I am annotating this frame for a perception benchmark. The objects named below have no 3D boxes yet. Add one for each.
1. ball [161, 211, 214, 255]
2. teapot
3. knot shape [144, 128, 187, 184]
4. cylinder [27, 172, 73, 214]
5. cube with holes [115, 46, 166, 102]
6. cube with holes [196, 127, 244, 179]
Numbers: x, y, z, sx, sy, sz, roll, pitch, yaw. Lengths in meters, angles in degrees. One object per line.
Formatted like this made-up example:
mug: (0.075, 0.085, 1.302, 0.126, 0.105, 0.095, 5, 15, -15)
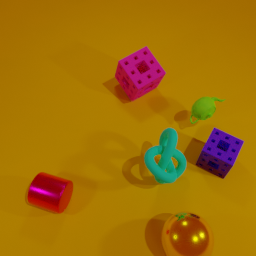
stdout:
ball: (1.283, 2.402, 6.084, 1.137, 1.137, 1.137, 0, 56, 0)
teapot: (2.191, -0.534, 7.876, 1.138, 0.708, 0.557, -42, 57, 10)
knot shape: (0.993, 0.857, 7.003, 0.684, 1.385, 1.481, -1, 46, 29)
cylinder: (-1.875, 1.574, 6.840, 0.818, 0.818, 0.818, 15, 57, 10)
cube with holes: (0.346, -1.653, 8.711, 1.035, 1.035, 1.035, -32, 82, -16)
cube with holes: (2.420, 0.674, 7.451, 0.820, 0.820, 0.820, 27, 60, 17)
